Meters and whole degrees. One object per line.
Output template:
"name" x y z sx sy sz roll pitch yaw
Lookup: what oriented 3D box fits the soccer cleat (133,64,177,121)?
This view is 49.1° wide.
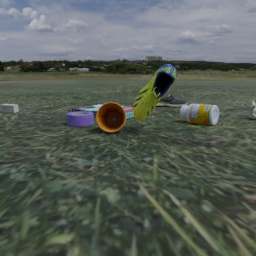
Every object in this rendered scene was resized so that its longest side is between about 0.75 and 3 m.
"soccer cleat" 0.811 -1.115 9.506 0.767 2.373 0.992 30 32 -8

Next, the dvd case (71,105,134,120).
"dvd case" -0.910 -0.774 13.151 2.891 0.318 2.111 9 15 32

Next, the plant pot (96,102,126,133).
"plant pot" -0.539 -0.333 9.851 1.019 1.019 0.933 1 -4 4

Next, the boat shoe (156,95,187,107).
"boat shoe" 2.312 -1.557 15.855 2.032 0.668 0.726 1 12 6

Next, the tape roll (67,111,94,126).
"tape roll" -1.866 -0.367 11.005 1.017 0.432 1.017 0 13 0

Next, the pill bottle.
"pill bottle" 2.798 -0.559 11.077 1.389 0.771 0.771 9 15 38

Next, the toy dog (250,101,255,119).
"toy dog" 5.812 -0.699 11.879 1.068 0.745 1.035 6 20 17

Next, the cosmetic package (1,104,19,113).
"cosmetic package" -5.844 -0.973 13.858 0.769 0.398 0.336 5 14 18

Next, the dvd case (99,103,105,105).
"dvd case" -1.184 -1.324 16.127 0.945 0.101 1.270 1 12 4
